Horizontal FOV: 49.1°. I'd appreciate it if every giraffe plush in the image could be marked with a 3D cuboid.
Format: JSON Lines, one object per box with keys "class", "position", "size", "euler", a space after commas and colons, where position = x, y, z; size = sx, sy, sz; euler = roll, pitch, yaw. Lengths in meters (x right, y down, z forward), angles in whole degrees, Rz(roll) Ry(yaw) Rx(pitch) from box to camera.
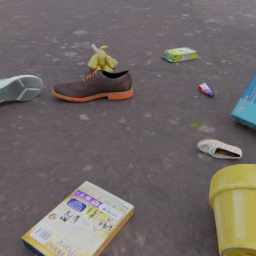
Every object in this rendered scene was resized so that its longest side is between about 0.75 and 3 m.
{"class": "giraffe plush", "position": [-1.246, -2.829, 12.233], "size": [1.245, 1.443, 1.170], "euler": [-24, 5, -13]}

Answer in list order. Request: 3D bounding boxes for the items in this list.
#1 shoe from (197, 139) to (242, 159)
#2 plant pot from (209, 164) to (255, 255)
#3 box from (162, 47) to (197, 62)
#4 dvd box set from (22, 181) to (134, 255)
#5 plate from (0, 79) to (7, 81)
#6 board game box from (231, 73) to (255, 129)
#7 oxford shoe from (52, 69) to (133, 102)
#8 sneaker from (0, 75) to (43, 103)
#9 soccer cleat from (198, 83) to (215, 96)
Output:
{"class": "shoe", "position": [2.452, 0.583, 7.507], "size": [1.177, 0.411, 0.314], "euler": [11, 28, 12]}
{"class": "plant pot", "position": [2.212, 1.655, 5.036], "size": [1.521, 1.521, 1.431], "euler": [10, 49, 14]}
{"class": "box", "position": [2.555, -3.679, 14.038], "size": [1.588, 0.384, 0.932], "euler": [-17, 36, -21]}
{"class": "dvd box set", "position": [-0.927, 1.931, 5.585], "size": [1.350, 0.271, 1.845], "euler": [20, 38, 27]}
{"class": "plate", "position": [-4.954, -1.718, 11.225], "size": [1.415, 0.181, 1.415], "euler": [0, 34, 0]}
{"class": "board game box", "position": [4.761, -0.658, 7.991], "size": [2.772, 2.093, 0.650], "euler": [33, 4, 39]}
{"class": "oxford shoe", "position": [-1.305, -1.658, 10.302], "size": [2.976, 1.080, 1.059], "euler": [-5, 34, -7]}
{"class": "sneaker", "position": [-4.426, -1.384, 10.041], "size": [2.694, 0.947, 1.079], "euler": [-22, 36, -29]}
{"class": "soccer cleat", "position": [3.002, -1.416, 10.723], "size": [0.323, 0.301, 0.883], "euler": [-25, 38, 1]}
